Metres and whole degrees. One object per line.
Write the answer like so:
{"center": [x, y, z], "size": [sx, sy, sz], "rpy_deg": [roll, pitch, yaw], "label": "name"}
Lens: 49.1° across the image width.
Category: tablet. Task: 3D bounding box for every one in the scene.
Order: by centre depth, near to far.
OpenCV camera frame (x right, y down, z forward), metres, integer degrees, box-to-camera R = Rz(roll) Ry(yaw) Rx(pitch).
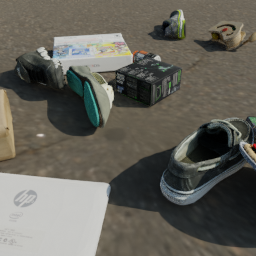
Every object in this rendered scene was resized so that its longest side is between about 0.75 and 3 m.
{"center": [-1.866, 1.498, 4.794], "size": [2.901, 0.198, 1.887], "rpy_deg": [5, 36, 5], "label": "tablet"}

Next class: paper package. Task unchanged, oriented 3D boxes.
{"center": [-3.524, 0.049, 6.126], "size": [1.846, 0.955, 1.760], "rpy_deg": [-12, 38, -18], "label": "paper package"}

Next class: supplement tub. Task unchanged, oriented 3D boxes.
{"center": [0.616, -2.357, 9.771], "size": [0.951, 0.583, 0.583], "rpy_deg": [28, 45, 34], "label": "supplement tub"}

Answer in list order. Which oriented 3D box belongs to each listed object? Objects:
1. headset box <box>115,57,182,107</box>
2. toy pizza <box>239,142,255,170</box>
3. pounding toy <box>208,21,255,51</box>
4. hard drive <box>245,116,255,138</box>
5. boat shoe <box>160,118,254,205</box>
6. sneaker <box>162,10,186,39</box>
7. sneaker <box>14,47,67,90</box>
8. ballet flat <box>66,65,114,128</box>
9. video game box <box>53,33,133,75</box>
{"center": [0.654, -1.459, 8.387], "size": [1.386, 0.738, 1.591], "rpy_deg": [27, 43, 33], "label": "headset box"}
{"center": [2.751, 0.821, 4.763], "size": [1.925, 0.305, 1.925], "rpy_deg": [31, 20, -12], "label": "toy pizza"}
{"center": [4.272, -3.607, 11.584], "size": [1.110, 1.113, 1.941], "rpy_deg": [-44, 39, -9], "label": "pounding toy"}
{"center": [3.376, 0.032, 6.633], "size": [1.000, 0.189, 0.699], "rpy_deg": [4, 40, -13], "label": "hard drive"}
{"center": [1.783, 0.373, 5.488], "size": [1.059, 1.042, 2.938], "rpy_deg": [32, 44, 27], "label": "boat shoe"}
{"center": [2.072, -4.862, 13.003], "size": [1.004, 0.917, 2.482], "rpy_deg": [-2, 34, 3], "label": "sneaker"}
{"center": [-2.800, -1.739, 8.689], "size": [1.269, 0.932, 2.806], "rpy_deg": [-20, 37, -21], "label": "sneaker"}
{"center": [-0.889, -1.022, 7.608], "size": [0.930, 0.984, 2.920], "rpy_deg": [-12, 37, -22], "label": "ballet flat"}
{"center": [-1.362, -2.787, 10.328], "size": [2.696, 0.631, 2.456], "rpy_deg": [-6, 34, -8], "label": "video game box"}
